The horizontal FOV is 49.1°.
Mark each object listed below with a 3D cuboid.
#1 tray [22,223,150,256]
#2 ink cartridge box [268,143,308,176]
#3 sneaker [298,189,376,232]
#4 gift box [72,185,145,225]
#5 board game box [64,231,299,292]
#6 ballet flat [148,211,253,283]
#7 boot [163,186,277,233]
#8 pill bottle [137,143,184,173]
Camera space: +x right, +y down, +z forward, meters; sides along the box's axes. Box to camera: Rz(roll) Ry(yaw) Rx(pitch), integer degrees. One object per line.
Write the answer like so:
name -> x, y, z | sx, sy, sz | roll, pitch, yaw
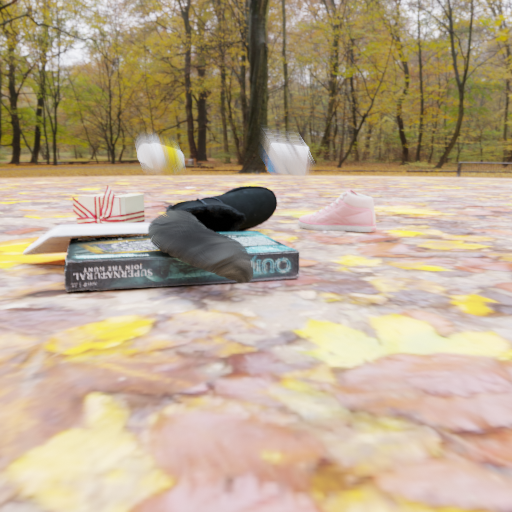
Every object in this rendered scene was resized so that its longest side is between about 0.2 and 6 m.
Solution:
tray -> -3.064, -0.379, 11.221 | 2.773, 0.307, 1.489 | -5, -11, -43
ink cartridge box -> 0.663, -2.005, 11.607 | 0.781, 0.567, 0.327 | 8, 22, 4
sneaker -> 2.238, -1.283, 15.550 | 2.224, 1.163, 0.837 | 4, 13, 26
gift box -> -3.527, -0.994, 13.410 | 1.309, 1.419, 1.325 | -2, 11, 18
board game box -> -1.426, 0.026, 10.170 | 3.826, 0.539, 2.588 | -3, 11, -15
ballet flat -> -0.978, -0.137, 8.801 | 0.802, 0.685, 2.413 | -45, 42, -16
boot -> -0.790, -1.028, 14.060 | 3.219, 1.191, 2.638 | -9, 10, -10
pill bottle -> -2.440, -2.509, 14.263 | 0.634, 0.634, 1.124 | 8, 1, 38
